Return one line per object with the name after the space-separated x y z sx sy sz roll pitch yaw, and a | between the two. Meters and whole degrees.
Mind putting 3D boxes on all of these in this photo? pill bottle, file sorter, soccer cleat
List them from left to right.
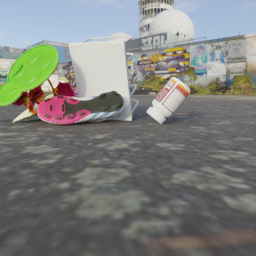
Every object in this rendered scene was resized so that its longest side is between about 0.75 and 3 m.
-1.325 -0.460 8.249 2.517 0.879 1.086 -7 -20 -8 | soccer cleat
-0.635 -1.715 9.285 1.726 2.487 1.549 2 29 16 | file sorter
1.132 -0.761 7.952 0.683 1.247 0.683 39 5 -4 | pill bottle

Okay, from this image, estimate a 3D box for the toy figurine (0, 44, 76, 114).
-2.436 -0.981 8.352 1.637 2.180 2.007 28 -16 34 | toy figurine

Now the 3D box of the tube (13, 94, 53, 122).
-2.923 -0.644 9.252 0.513 0.573 1.975 30 27 3 | tube
